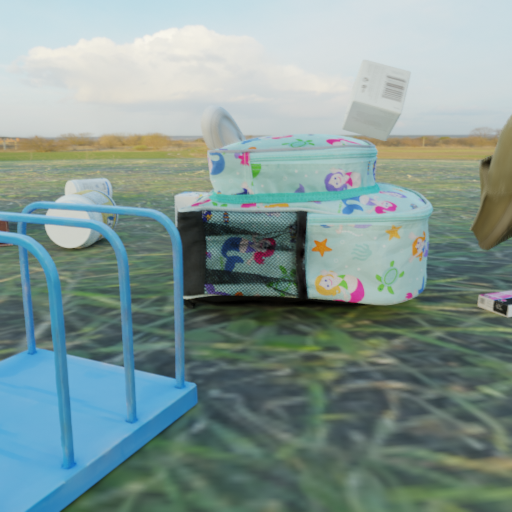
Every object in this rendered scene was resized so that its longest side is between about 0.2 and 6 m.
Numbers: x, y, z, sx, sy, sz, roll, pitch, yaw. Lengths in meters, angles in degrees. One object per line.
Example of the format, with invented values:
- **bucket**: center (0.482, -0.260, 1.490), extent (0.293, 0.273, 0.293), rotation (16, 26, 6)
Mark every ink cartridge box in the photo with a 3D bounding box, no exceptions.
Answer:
- **ink cartridge box**: center (3.199, 0.552, 6.728), extent (0.970, 0.180, 0.460), rotation (-3, 12, -23)
- **ink cartridge box**: center (-1.244, -1.038, 12.652), extent (0.996, 0.727, 0.731), rotation (2, 14, 10)

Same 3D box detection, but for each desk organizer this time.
- **desk organizer**: center (-5.662, -0.938, 11.290), extent (1.038, 1.114, 2.894), rotation (-7, 14, -28)

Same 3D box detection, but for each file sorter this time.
- **file sorter**: center (-1.775, 0.571, 3.423), extent (1.732, 1.532, 2.497), rotation (5, 14, 26)

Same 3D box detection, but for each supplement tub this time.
- **supplement tub**: center (-4.912, -1.879, 16.465), extent (1.163, 0.767, 0.767), rotation (-11, 17, -42)
- **supplement tub**: center (-3.250, -0.695, 10.471), extent (0.995, 0.995, 1.376), rotation (1, 13, 4)

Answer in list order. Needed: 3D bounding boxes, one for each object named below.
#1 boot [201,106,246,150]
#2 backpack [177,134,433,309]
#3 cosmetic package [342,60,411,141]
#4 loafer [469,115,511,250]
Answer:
- **boot**: center (-0.181, -2.143, 11.563), extent (1.122, 0.864, 2.348), rotation (18, -20, 32)
- **backpack**: center (0.665, -0.395, 6.869), extent (2.872, 2.163, 2.550), rotation (7, 14, 8)
- **cosmetic package**: center (1.501, -1.947, 7.072), extent (0.616, 0.616, 0.747), rotation (16, -16, 2)
- **loafer**: center (3.238, -0.926, 6.950), extent (0.955, 0.847, 2.512), rotation (-26, -25, -11)
